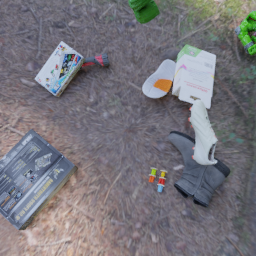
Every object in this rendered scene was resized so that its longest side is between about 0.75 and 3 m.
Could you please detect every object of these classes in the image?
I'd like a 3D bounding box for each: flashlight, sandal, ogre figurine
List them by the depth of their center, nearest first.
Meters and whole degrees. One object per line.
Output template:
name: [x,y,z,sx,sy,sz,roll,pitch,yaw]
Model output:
sandal: [1.412,-1.953,11.987,0.986,0.737,2.573,34,53,4]
flashlight: [-1.658,-2.847,12.324,1.656,0.563,0.561,-14,76,3]
ogre figurine: [5.704,-4.399,12.553,1.407,1.151,2.347,43,88,1]

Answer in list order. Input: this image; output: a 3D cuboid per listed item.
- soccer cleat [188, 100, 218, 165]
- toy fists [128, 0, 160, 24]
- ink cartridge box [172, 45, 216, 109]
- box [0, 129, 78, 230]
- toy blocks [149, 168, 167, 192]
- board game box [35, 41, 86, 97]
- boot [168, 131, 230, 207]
soccer cleat: [2.597,0.152,9.411,0.773,0.865,2.231,-15,103,-42]
toy fists: [0.521,-4.414,10.053,0.866,1.699,0.584,-33,69,9]
ink cartridge box: [2.727,-1.997,11.685,1.488,0.855,2.541,16,70,-12]
box: [-3.785,1.881,10.607,2.374,0.725,2.998,37,75,11]
toy blocks: [1.111,2.005,10.799,0.684,0.298,0.821,13,72,4]
board game box: [-2.911,-2.514,11.992,1.276,0.350,2.022,38,94,12]
boot: [2.289,1.520,10.625,2.821,0.985,1.857,38,77,15]
